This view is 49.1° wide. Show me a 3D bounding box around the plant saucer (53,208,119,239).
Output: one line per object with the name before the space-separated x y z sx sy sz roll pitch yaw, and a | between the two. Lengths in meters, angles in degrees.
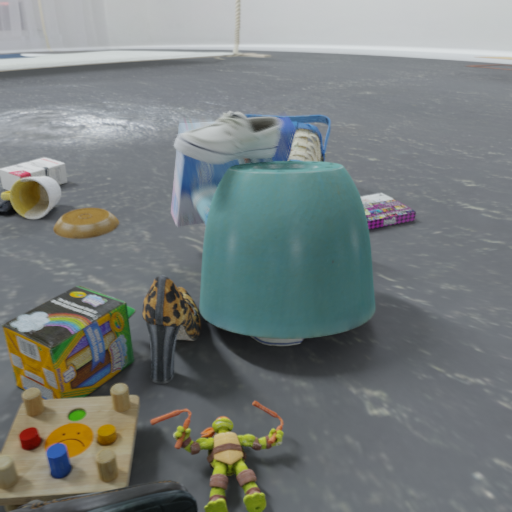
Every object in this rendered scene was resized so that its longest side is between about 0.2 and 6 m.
plant saucer | -3.731 -0.768 12.276 1.401 0.248 1.401 0 26 0

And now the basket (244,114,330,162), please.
basket | 0.474 -2.442 13.407 2.446 1.929 2.774 2 55 11

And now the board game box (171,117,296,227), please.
board game box | -0.471 -1.545 10.435 2.070 2.080 0.451 -8 49 -21

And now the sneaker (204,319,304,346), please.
sneaker | -0.029 0.637 8.509 1.842 1.064 0.744 12 30 23

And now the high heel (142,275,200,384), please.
high heel | -1.170 0.575 8.053 0.769 1.536 2.155 4 27 -2

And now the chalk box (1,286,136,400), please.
chalk box | -2.367 1.117 7.620 1.016 1.009 1.628 15 29 30

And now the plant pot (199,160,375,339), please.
plant pot | 0.452 -0.290 8.557 2.754 2.210 2.754 -2 14 0

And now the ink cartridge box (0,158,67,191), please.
ink cartridge box | -5.765 -2.077 14.559 0.968 0.564 1.337 18 32 33

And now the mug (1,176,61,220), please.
mug | -5.095 -1.477 12.920 1.182 0.947 0.970 31 18 -5

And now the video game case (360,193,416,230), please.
video game case | 2.634 -1.021 12.762 1.470 0.263 1.332 -12 29 -22

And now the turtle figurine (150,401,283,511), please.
turtle figurine | -0.378 2.177 6.032 1.515 0.488 1.222 6 33 -15

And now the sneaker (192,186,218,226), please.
sneaker | -0.242 -0.749 10.071 1.641 0.653 1.071 -11 58 -19

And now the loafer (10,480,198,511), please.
loafer | -1.854 2.492 4.948 2.645 0.963 0.956 -10 23 -22

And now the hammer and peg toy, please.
hammer and peg toy | -2.306 2.085 6.016 1.968 0.694 1.448 -2 28 -5

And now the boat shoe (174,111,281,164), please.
boat shoe | -0.339 -1.789 8.237 1.969 0.647 0.709 -10 41 -43

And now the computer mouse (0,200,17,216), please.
computer mouse | -5.944 -1.021 12.726 0.531 0.309 1.813 15 30 25
